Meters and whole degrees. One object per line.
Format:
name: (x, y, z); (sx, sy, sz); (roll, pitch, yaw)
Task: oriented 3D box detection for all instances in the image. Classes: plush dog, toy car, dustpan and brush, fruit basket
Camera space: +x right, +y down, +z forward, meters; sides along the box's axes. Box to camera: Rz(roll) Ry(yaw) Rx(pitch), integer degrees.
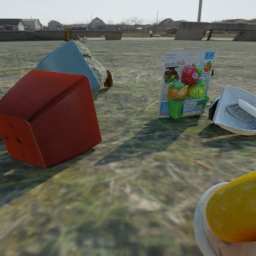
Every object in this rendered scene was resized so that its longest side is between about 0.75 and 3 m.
plush dog: (-1.835, -2.338, 10.922); (2.875, 2.307, 2.469); (-18, 51, -40)
toy car: (1.979, 0.924, 2.382); (2.487, 2.176, 1.865); (-7, 56, -20)
dustpan and brush: (3.177, -0.226, 6.690); (2.039, 0.584, 1.423); (30, 54, -2)
fruit basket: (1.665, -1.182, 7.740); (1.689, 1.823, 0.855); (-9, 34, -25)

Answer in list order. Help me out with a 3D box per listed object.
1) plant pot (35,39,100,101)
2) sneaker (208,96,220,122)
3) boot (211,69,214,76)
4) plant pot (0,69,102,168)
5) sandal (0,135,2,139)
plant pot: (-1.879, -1.278, 8.026); (1.544, 1.516, 1.511); (-30, -3, -14)
sneaker: (3.103, -0.501, 7.427); (2.091, 0.731, 0.941); (-10, 20, -30)
boot: (3.809, -2.840, 14.321); (1.060, 0.340, 0.988); (4, 19, 24)
plant pot: (-1.637, -0.113, 5.509); (1.559, 1.558, 1.374); (12, 38, 29)
sandal: (-2.743, -0.181, 6.786); (2.053, 0.586, 0.815); (-10, 23, -26)
